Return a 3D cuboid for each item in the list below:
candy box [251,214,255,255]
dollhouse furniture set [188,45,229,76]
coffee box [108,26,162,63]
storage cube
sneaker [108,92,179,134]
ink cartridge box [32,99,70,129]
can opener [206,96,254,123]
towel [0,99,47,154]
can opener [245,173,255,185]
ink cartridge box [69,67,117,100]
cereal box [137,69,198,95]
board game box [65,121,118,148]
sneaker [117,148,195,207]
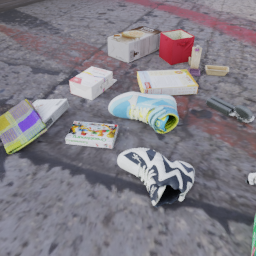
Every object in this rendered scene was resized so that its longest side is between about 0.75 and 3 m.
[{"bbox_3d":[3.796,2.930,6.248,1.890,0.861,2.235,13,38,19],"label":"candy box"},{"bbox_3d":[4.268,-3.690,14.660,2.074,1.472,1.643,7,37,9],"label":"dollhouse furniture set"},{"bbox_3d":[0.439,-5.053,16.733,1.702,1.186,2.976,29,45,33],"label":"coffee box"},{"bbox_3d":[2.724,-4.590,15.880,1.403,1.475,1.641,-15,40,-19],"label":"storage cube"},{"bbox_3d":[0.656,-0.542,10.749,2.779,1.105,1.814,-4,35,-4],"label":"sneaker"},{"bbox_3d":[-3.524,-0.568,11.370,1.610,0.404,1.855,0,35,25],"label":"ink cartridge box"},{"bbox_3d":[4.216,-0.838,11.539,0.569,0.718,2.160,-25,39,-28],"label":"can opener"},{"bbox_3d":[-4.064,-0.117,10.416,1.670,0.265,2.325,-36,46,-10],"label":"towel"},{"bbox_3d":[4.237,1.489,8.454,1.323,0.348,0.440,-4,-1,2],"label":"can opener"},{"bbox_3d":[-1.592,-2.255,13.331,1.274,0.738,2.188,19,41,23],"label":"ink cartridge box"},{"bbox_3d":[1.827,-2.189,13.439,2.585,0.511,1.860,-4,37,-5],"label":"cereal box"},{"bbox_3d":[-1.309,0.233,10.352,1.731,0.300,1.093,5,38,7],"label":"board game box"},{"bbox_3d":[0.658,1.474,8.114,2.399,0.957,1.561,20,31,9],"label":"sneaker"}]
